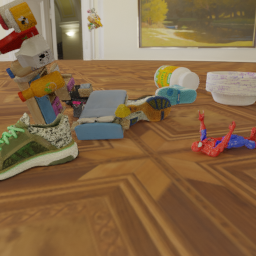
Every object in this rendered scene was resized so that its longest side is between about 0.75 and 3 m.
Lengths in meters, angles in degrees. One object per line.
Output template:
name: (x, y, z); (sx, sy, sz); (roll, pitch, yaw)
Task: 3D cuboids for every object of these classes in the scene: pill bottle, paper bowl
pill bottle: (2.595, -2.558, 14.932); (1.396, 1.396, 2.515); (-7, 18, -23)
paper bowl: (4.805, -1.794, 12.554); (2.546, 1.324, 2.546); (0, 17, 0)

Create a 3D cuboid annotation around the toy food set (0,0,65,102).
toy food set: (-2.403, -1.684, 6.244); (1.177, 1.248, 2.615); (-29, -17, -9)

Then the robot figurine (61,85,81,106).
robot figurine: (-2.159, -1.370, 11.957); (1.477, 1.110, 0.922); (5, -13, 18)

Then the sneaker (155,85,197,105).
sneaker: (1.899, -1.546, 12.699); (2.086, 0.830, 1.362); (2, 16, -28)

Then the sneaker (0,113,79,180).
sneaker: (-2.377, 0.269, 6.003); (2.731, 1.210, 1.050); (-14, 22, -38)

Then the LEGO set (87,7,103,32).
LEGO set: (-1.305, -3.747, 9.975); (0.558, 0.689, 1.498); (-27, 31, 15)

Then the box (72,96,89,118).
box: (-1.364, -0.878, 10.575); (0.850, 0.738, 1.391); (7, 19, 22)

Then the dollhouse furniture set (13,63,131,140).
dollhouse furniture set: (-1.233, -1.248, 8.277); (2.898, 1.891, 2.736); (-1, 40, 11)

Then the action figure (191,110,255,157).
action figure: (2.543, 0.067, 7.007); (2.262, 1.119, 0.738); (-10, 19, -23)

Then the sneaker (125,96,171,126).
sneaker: (0.354, -0.694, 9.677); (2.450, 0.922, 1.080); (-10, 20, -31)

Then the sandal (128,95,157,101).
sandal: (0.327, -0.788, 10.360); (1.921, 0.785, 0.524); (-1, 34, -9)
